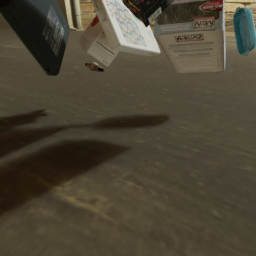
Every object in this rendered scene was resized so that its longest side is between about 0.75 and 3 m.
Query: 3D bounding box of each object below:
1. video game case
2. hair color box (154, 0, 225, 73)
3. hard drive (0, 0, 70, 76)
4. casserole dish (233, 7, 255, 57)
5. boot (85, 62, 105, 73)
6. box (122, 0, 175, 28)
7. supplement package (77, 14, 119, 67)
[{"bbox_3d":[-0.161,-3.291,7.704,0.342,2.624,2.883,-23,-1,27],"label":"video game case"},{"bbox_3d":[1.612,-2.095,6.717,1.363,0.835,2.753,2,-4,20],"label":"hair color box"},{"bbox_3d":[-2.502,-3.092,7.982,0.462,2.807,1.959,4,68,11],"label":"hard drive"},{"bbox_3d":[3.990,-3.287,9.523,0.323,1.667,1.010,-10,2,-1],"label":"casserole dish"},{"bbox_3d":[-1.093,-2.128,9.967,0.637,0.306,0.871,25,18,26],"label":"boot"},{"bbox_3d":[0.467,-2.448,4.620,0.701,1.222,0.808,49,9,9],"label":"box"},{"bbox_3d":[-0.699,-3.090,9.218,0.991,1.654,1.003,27,17,-42],"label":"supplement package"}]
